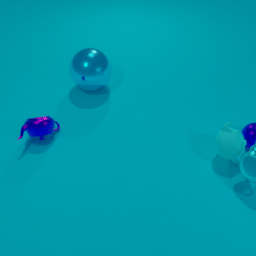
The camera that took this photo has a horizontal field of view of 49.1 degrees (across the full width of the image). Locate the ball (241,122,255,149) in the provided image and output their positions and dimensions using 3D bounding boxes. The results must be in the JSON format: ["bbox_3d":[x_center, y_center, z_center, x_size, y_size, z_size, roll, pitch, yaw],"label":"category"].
[{"bbox_3d":[3.485,0.222,7.650,0.769,0.769,0.769,0,47,0],"label":"ball"}]

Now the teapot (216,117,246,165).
[{"bbox_3d":[2.692,0.353,7.221,0.658,1.344,0.836,-7,20,43],"label":"teapot"}]

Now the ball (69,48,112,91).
[{"bbox_3d":[-1.226,-1.923,9.237,1.395,1.395,1.395,0,47,0],"label":"ball"}]

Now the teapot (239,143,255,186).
[{"bbox_3d":[3.056,0.873,6.634,0.597,0.758,1.219,1,82,-41],"label":"teapot"}]

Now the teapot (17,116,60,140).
[{"bbox_3d":[-2.498,0.019,7.834,0.841,0.662,1.353,-1,8,44],"label":"teapot"}]
